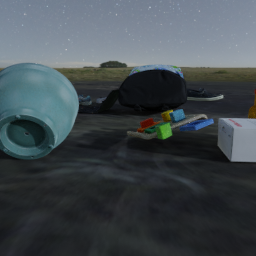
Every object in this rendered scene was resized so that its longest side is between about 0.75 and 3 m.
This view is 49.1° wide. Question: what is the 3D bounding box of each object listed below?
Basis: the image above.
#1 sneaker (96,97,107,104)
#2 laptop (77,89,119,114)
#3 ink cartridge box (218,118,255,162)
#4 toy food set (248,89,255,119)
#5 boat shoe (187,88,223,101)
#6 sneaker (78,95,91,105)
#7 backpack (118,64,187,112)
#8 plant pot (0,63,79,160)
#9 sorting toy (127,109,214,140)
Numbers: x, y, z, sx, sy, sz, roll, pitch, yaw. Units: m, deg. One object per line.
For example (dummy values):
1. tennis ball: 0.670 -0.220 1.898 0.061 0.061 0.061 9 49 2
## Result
1. sneaker: -1.134 -1.358 13.579 0.811 0.306 0.462 -4 14 -6
2. laptop: -1.144 -1.080 10.783 1.701 0.878 1.507 4 11 17
3. ink cartridge box: 2.454 0.198 5.062 1.456 0.616 1.052 3 11 6
4. toy food set: 3.683 -0.110 5.213 1.229 1.158 2.574 -10 15 -42
5. boat shoe: 3.947 -1.806 14.930 2.163 0.673 0.807 6 11 23
6. sneaker: -2.229 -1.293 12.824 1.113 0.480 0.432 0 11 -1
7. backpack: 1.149 -1.533 10.765 2.436 2.296 2.986 0 -6 17
8. plant pot: -1.735 -0.160 4.974 1.663 1.663 1.114 -1 38 -7
9. sorting toy: 0.741 -0.126 5.941 1.416 0.343 2.515 -18 5 -12
